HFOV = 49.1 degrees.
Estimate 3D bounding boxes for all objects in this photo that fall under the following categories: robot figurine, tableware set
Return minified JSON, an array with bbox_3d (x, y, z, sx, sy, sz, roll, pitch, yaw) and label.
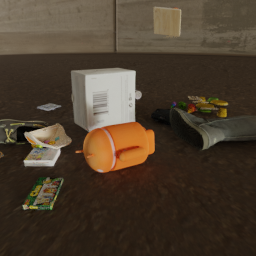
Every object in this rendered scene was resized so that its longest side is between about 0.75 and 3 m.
[{"bbox_3d":[-0.308,0.523,7.901,2.194,1.280,1.578,-10,54,-30],"label":"robot figurine"},{"bbox_3d":[4.066,-1.077,13.803,1.846,0.421,2.741,2,18,-3],"label":"tableware set"}]

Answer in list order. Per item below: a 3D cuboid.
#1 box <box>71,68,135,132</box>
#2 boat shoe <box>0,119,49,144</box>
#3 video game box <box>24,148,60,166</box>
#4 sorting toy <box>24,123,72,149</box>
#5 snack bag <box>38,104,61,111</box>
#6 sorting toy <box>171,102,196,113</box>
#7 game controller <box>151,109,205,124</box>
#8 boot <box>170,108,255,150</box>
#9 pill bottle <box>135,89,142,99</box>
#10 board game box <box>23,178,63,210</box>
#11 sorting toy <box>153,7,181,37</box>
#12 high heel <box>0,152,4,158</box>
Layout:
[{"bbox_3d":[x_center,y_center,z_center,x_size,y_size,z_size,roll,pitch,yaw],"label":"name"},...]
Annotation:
[{"bbox_3d":[-0.974,-1.227,11.373,2.238,2.226,1.462,-12,23,-31],"label":"box"},{"bbox_3d":[-3.813,0.145,9.603,2.287,0.815,0.688,-6,16,-23],"label":"boat shoe"},{"bbox_3d":[-2.570,0.869,8.473,0.840,0.216,0.922,2,19,0],"label":"video game box"},{"bbox_3d":[-2.470,0.398,9.094,1.133,0.672,1.259,16,24,36],"label":"sorting toy"},{"bbox_3d":[-3.960,-1.057,14.099,0.834,0.095,0.885,12,23,30],"label":"snack bag"},{"bbox_3d":[2.628,-0.967,13.578,1.286,0.446,0.443,17,49,35],"label":"sorting toy"},{"bbox_3d":[2.345,-0.307,11.524,2.823,0.594,1.472,19,13,42],"label":"game controller"},{"bbox_3d":[3.254,-0.162,10.183,2.831,1.027,2.574,-15,37,-19],"label":"boot"},{"bbox_3d":[0.409,-1.978,16.132,0.466,0.466,0.840,-8,22,-21],"label":"pill bottle"},{"bbox_3d":[-1.995,1.539,6.706,0.642,0.144,1.226,-2,19,0],"label":"board game box"},{"bbox_3d":[1.497,-4.021,10.458,1.014,1.020,0.355,15,51,19],"label":"sorting toy"},{"bbox_3d":[-4.051,0.707,8.810,0.536,0.269,0.752,-3,33,4],"label":"high heel"}]
